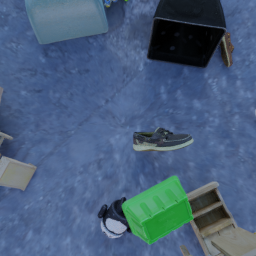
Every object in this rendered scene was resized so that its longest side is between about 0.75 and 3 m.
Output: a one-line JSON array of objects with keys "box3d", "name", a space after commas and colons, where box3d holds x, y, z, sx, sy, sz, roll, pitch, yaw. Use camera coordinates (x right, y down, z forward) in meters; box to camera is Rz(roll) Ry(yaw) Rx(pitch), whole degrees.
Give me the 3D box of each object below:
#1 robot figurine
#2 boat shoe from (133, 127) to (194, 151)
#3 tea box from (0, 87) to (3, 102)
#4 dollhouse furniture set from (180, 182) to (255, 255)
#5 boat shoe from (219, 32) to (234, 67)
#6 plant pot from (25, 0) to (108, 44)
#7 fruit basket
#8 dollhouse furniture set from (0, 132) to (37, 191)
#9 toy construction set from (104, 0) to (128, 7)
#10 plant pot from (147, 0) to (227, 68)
[{"box3d": [-0.284, 2.640, 8.202, 0.970, 0.805, 1.291, 47, 120, 30], "name": "robot figurine"}, {"box3d": [0.916, 0.300, 8.090, 1.915, 0.684, 0.629, -8, 102, 36], "name": "boat shoe"}, {"box3d": [-5.242, -0.293, 7.944, 2.387, 1.621, 2.426, 0, 73, 21], "name": "tea box"}, {"box3d": [2.505, 2.594, 7.291, 2.550, 2.909, 1.932, -24, 82, -4], "name": "dollhouse furniture set"}, {"box3d": [3.352, -2.657, 9.372, 0.419, 0.446, 1.240, -8, 79, 1], "name": "boat shoe"}, {"box3d": [-2.099, -4.438, 8.613, 2.470, 2.516, 2.463, -11, 82, -2], "name": "plant pot"}, {"box3d": [0.625, 1.833, 6.603, 1.582, 1.582, 1.141, -21, 113, -3], "name": "fruit basket"}, {"box3d": [-4.026, 1.068, 8.650, 1.910, 1.243, 1.754, 23, 80, 25], "name": "dollhouse furniture set"}, {"box3d": [-0.377, -5.158, 9.629, 1.195, 0.840, 1.823, -11, 92, -1], "name": "toy construction set"}, {"box3d": [1.783, -3.311, 8.804, 2.041, 2.036, 1.811, 9, 70, 1], "name": "plant pot"}]
